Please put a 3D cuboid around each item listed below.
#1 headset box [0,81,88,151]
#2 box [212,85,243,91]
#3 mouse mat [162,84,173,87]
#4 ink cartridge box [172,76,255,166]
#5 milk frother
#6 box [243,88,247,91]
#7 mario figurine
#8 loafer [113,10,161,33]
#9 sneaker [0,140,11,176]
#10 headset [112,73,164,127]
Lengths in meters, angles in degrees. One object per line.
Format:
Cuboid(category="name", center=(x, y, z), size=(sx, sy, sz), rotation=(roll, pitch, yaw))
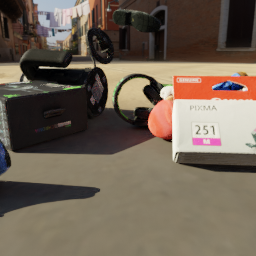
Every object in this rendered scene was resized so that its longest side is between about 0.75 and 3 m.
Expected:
Cuboid(category="headset box", center=(-2.874, -0.512, 8.012), size=(2.835, 1.315, 2.468), rotation=(14, 21, 39))
Cuboid(category="box", center=(3.320, -1.263, 10.651), size=(1.933, 0.621, 0.677), rotation=(-18, 10, 20))
Cuboid(category="mouse mat", center=(2.515, -2.510, 17.116), size=(2.187, 0.102, 2.718), rotation=(3, 17, 11))
Cuboid(category="ink cartridge box", center=(2.472, -0.406, 6.305), size=(2.902, 0.632, 2.519), rotation=(1, 59, 5))
Cuboid(category="milk frother", center=(-2.147, -2.113, 10.406), size=(2.788, 2.675, 2.963), rotation=(7, 39, 21))
Cuboid(category="box", center=(4.406, -1.184, 10.845), size=(2.654, 0.430, 1.607), rotation=(-18, 10, 20))
Cuboid(category="mario figurine", center=(1.928, -0.462, 7.647), size=(2.861, 1.517, 1.766), rotation=(-20, 29, 0))
Cuboid(category="loafer", center=(0.441, -4.458, 11.442), size=(2.094, 0.762, 0.757), rotation=(23, 39, 16))
Cuboid(category="sneaker", center=(-3.279, 0.781, 4.475), size=(2.710, 1.064, 1.208), rotation=(-9, 26, -5))
Cuboid(category="headset", center=(0.762, -0.665, 8.427), size=(2.477, 1.530, 1.164), rotation=(21, 7, -20))
